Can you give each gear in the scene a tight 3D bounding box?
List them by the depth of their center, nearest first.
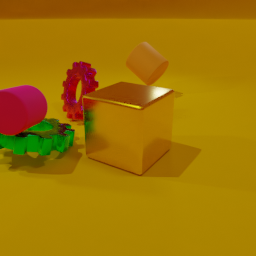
[{"bbox_3d":[-2.149,0.080,6.081,1.911,0.353,1.911,11,13,-3],"label":"gear"},{"bbox_3d":[-1.350,-1.008,7.649,0.290,1.570,1.570,5,16,-38],"label":"gear"}]

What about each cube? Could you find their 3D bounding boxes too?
[{"bbox_3d":[0.037,-0.086,5.798,1.363,1.363,1.363,14,27,30],"label":"cube"}]

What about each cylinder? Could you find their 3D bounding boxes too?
[{"bbox_3d":[-2.075,-0.362,5.303,0.824,0.824,0.824,4,15,9],"label":"cylinder"},{"bbox_3d":[0.682,-2.279,9.977,1.116,1.116,1.116,44,38,12],"label":"cylinder"}]
